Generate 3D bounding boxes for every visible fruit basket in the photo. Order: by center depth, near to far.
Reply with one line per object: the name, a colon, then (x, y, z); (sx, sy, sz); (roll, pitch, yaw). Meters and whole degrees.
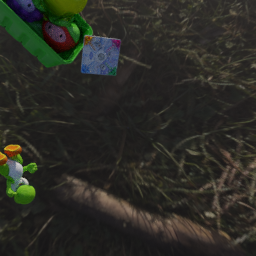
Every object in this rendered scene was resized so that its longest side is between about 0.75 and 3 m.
fruit basket: (-1.900, -3.056, 7.112); (2.607, 2.607, 1.880); (18, 55, 9)

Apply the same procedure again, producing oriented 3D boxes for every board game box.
board game box: (-0.567, -1.507, 5.922); (0.782, 0.782, 0.101); (1, 26, -19)

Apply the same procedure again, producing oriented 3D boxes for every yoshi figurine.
yoshi figurine: (-1.431, 0.670, 3.675); (0.468, 0.832, 0.466); (-12, 28, -8)
